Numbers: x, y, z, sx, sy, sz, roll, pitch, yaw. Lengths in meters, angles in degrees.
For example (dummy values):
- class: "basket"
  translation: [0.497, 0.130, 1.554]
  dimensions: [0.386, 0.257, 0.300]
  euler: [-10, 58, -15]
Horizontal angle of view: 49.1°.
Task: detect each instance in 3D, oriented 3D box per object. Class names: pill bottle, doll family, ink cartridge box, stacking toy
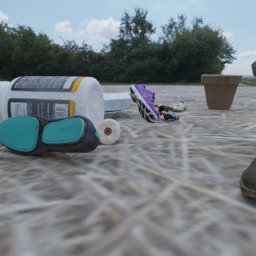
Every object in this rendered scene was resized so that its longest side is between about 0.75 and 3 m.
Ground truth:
- class: "pill bottle"
  translation: [-2.043, -0.490, 6.896]
  dimensions: [2.671, 1.554, 1.554]
  euler: [3, 11, 13]
- class: "doll family"
  translation: [1.171, -0.595, 10.135]
  dimensions: [1.544, 0.606, 0.892]
  euler: [7, 4, 32]
- class: "ink cartridge box"
  translation: [-0.772, -1.093, 11.508]
  dimensions: [2.527, 0.547, 2.481]
  euler: [-3, 12, -10]
- class: "stacking toy"
  translation: [-0.375, 0.137, 6.822]
  dimensions: [0.605, 0.605, 0.828]
  euler: [3, -8, 16]

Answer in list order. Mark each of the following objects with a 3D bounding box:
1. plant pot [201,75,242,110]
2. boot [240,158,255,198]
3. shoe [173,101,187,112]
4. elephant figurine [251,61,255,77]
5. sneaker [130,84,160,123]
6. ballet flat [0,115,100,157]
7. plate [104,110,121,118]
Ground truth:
- class: "plant pot"
  translation: [4.429, -1.736, 13.436]
  dimensions: [1.878, 1.638, 1.878]
  euler: [0, 10, 0]
- class: "boot"
  translation: [2.224, 0.257, 4.126]
  dimensions: [0.853, 1.107, 2.284]
  euler: [8, 13, 37]
- class: "shoe"
  translation: [2.366, -1.007, 12.900]
  dimensions: [0.529, 0.404, 1.514]
  euler: [4, 11, 21]
- class: "elephant figurine"
  translation: [3.431, -0.484, 5.888]
  dimensions: [1.491, 1.922, 1.360]
  euler: [2, 11, 11]
- class: "sneaker"
  translation: [0.611, -0.855, 8.692]
  dimensions: [0.687, 0.664, 1.646]
  euler: [-18, 52, -11]
- class: "ballet flat"
  translation: [-1.590, 0.193, 5.696]
  dimensions: [2.420, 0.884, 0.884]
  euler: [-1, 9, 29]
- class: "plate"
  translation: [-1.362, -0.566, 10.770]
  dimensions: [2.233, 0.285, 2.233]
  euler: [0, 10, 0]
